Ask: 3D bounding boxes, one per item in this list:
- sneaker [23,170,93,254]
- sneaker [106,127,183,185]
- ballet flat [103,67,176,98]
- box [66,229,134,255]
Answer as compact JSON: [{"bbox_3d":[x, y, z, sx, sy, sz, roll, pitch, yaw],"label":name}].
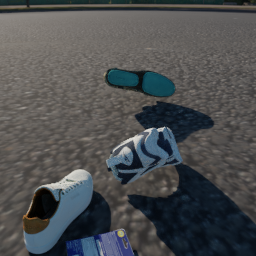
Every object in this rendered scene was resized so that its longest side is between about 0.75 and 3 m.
[{"bbox_3d":[-1.252,1.298,5.425,0.767,0.892,2.107,5,28,14],"label":"sneaker"},{"bbox_3d":[0.308,0.662,6.443,1.499,0.920,2.304,-23,-7,19],"label":"sneaker"},{"bbox_3d":[0.407,-1.769,10.758,2.781,0.943,1.047,8,6,-12],"label":"ballet flat"},{"bbox_3d":[-0.479,2.081,4.703,1.048,0.170,0.635,-7,29,-16],"label":"box"}]
